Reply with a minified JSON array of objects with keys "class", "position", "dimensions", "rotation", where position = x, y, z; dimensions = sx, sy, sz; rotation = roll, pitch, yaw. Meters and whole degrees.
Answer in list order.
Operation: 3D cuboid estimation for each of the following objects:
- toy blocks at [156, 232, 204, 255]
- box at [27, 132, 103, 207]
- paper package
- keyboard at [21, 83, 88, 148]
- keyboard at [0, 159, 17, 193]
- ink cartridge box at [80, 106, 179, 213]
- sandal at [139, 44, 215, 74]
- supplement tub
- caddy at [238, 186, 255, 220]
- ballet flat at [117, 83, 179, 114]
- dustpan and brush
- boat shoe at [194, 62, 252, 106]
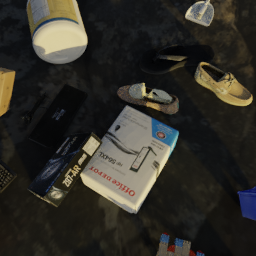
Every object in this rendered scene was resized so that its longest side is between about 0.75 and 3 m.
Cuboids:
[{"class":"toy blocks","position":[1.357,3.448,7.377],"dimensions":[1.561,0.780,1.067],"rotation":[16,53,4]},{"class":"box","position":[-1.828,1.100,8.058],"dimensions":[0.463,1.704,2.128],"rotation":[45,66,-23]},{"class":"paper package","position":[-3.743,-1.034,7.816],"dimensions":[0.724,1.399,1.333],"rotation":[12,101,-15]},{"class":"keyboard","position":[-2.612,-0.540,9.680],"dimensions":[1.580,0.256,2.486],"rotation":[25,64,6]},{"class":"keyboard","position":[-4.335,1.284,8.578],"dimensions":[1.661,0.213,0.997],"rotation":[39,76,10]},{"class":"ink cartridge box","position":[0.074,0.909,8.427],"dimensions":[1.897,1.096,2.599],"rotation":[27,66,14]},{"class":"sandal","position":[1.839,-2.800,10.640],"dimensions":[2.947,0.631,1.121],"rotation":[-12,63,-6]},{"class":"supplement tub","position":[-2.719,-3.995,10.535],"dimensions":[1.933,1.933,2.672],"rotation":[-14,64,-7]},{"class":"caddy","position":[3.770,1.939,7.591],"dimensions":[1.264,1.788,0.938],"rotation":[-3,80,-2]},{"class":"ballet flat","position":[0.702,-1.158,9.707],"dimensions":[2.265,0.762,0.771],"rotation":[16,64,9]},{"class":"dustpan and brush","position":[3.281,-5.188,11.996],"dimensions":[1.113,0.456,1.594],"rotation":[26,65,13]},{"class":"boat shoe","position":[3.409,-1.589,9.948],"dimensions":[2.239,0.727,0.808],"rotation":[37,68,17]}]
